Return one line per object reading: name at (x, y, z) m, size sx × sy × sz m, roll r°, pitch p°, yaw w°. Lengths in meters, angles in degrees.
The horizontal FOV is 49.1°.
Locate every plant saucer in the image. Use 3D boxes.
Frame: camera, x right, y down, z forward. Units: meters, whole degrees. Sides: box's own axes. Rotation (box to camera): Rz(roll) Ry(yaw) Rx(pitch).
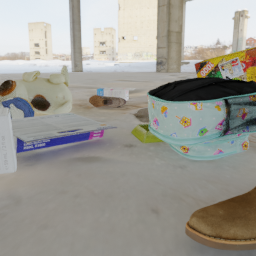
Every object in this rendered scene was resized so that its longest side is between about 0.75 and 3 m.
plant saucer at (0.796, 0.100, 7.981) m, size 1.181 × 0.283 × 1.179 m, roll -4°, pitch 15°, yaw -15°

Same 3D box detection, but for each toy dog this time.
toy dog at (-3.519, -1.108, 10.582) m, size 2.589 × 1.807 × 2.510 m, roll -4°, pitch 46°, yaw -20°

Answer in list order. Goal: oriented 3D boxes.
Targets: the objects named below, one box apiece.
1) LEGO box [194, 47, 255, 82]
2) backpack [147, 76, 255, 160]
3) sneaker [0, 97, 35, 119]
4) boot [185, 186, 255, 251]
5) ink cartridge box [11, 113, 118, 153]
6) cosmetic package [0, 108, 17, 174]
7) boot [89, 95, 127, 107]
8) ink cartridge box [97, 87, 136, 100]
LEGO box at (4.014, -1.985, 10.931) m, size 2.370 × 1.765 × 0.914 m, roll -6°, pitch 16°, yaw 44°
backpack at (1.588, -0.282, 6.372) m, size 2.305 × 1.767 × 2.026 m, roll -3°, pitch 18°, yaw -19°
sneaker at (-4.181, -0.347, 8.825) m, size 2.559 × 0.963 × 1.128 m, roll -4°, pitch 20°, yaw 22°
boot at (1.807, 0.821, 3.556) m, size 2.530 × 0.955 × 0.931 m, roll -7°, pitch 9°, yaw -23°
ink cartridge box at (-1.965, 0.118, 7.373) m, size 2.432 × 0.536 × 2.477 m, roll -10°, pitch 18°, yaw -39°
cosmetic package at (-3.390, 0.326, 5.179) m, size 2.364 × 1.202 × 0.875 m, roll -7°, pitch 16°, yaw -20°
boot at (-0.895, -1.221, 13.014) m, size 1.580 × 0.555 × 1.155 m, roll 15°, pitch 14°, yaw 43°
ink cartridge box at (-0.594, -1.787, 14.842) m, size 1.902 × 0.645 × 1.095 m, roll 2°, pitch 14°, yaw 10°
